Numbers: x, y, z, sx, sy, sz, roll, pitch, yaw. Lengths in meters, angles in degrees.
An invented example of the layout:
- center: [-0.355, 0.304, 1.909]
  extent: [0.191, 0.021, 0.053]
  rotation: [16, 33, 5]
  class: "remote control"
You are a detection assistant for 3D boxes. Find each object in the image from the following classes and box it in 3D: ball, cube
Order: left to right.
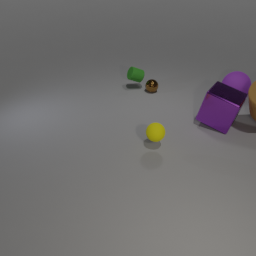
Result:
- center: [1.269, -2.241, 14.892]
  extent: [0.700, 0.700, 0.700]
  rotation: [0, 31, 0]
  class: "ball"
- center: [0.993, 0.152, 10.087]
  extent: [0.700, 0.700, 0.700]
  rotation: [0, 31, 0]
  class: "ball"
- center: [3.895, -0.876, 11.667]
  extent: [1.400, 1.400, 1.400]
  rotation: [29, 40, 19]
  class: "cube"
- center: [5.381, -2.115, 13.946]
  extent: [1.400, 1.400, 1.400]
  rotation: [0, 31, 0]
  class: "ball"

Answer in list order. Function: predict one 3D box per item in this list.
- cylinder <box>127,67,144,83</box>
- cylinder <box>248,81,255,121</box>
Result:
- center: [0.408, -2.855, 14.969]
  extent: [0.700, 0.700, 0.700]
  rotation: [12, 24, -28]
  class: "cylinder"
- center: [5.431, -1.041, 10.820]
  extent: [1.400, 1.400, 1.400]
  rotation: [-11, 59, 20]
  class: "cylinder"
